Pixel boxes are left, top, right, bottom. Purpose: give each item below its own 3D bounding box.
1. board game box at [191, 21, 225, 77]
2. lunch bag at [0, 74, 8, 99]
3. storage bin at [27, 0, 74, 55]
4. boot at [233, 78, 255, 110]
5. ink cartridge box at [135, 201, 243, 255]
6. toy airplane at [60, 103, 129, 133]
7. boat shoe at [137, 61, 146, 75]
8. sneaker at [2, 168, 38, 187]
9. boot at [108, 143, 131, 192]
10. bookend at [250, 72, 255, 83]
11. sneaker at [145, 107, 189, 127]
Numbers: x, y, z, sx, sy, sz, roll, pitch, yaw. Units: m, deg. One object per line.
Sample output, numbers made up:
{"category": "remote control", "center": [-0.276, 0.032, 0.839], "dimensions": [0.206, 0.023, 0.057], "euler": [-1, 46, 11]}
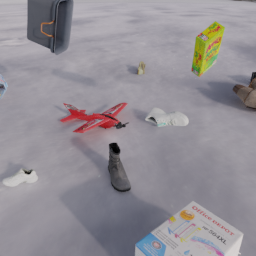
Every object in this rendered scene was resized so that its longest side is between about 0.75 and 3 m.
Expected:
{"category": "board game box", "center": [2.063, -2.016, 7.336], "dimensions": [0.696, 1.370, 0.326], "euler": [-40, 67, -11]}
{"category": "lunch bag", "center": [-5.487, -1.389, 10.402], "dimensions": [1.893, 1.203, 1.605], "euler": [-25, 35, -20]}
{"category": "storage bin", "center": [-2.339, -3.039, 8.088], "dimensions": [1.045, 1.556, 1.132], "euler": [19, 34, 8]}
{"category": "boot", "center": [5.142, -1.177, 10.570], "dimensions": [2.305, 0.810, 1.685], "euler": [-14, 41, -29]}
{"category": "ink cartridge box", "center": [1.018, 2.047, 4.514], "dimensions": [1.589, 0.995, 1.021], "euler": [-24, 38, -35]}
{"category": "toy airplane", "center": [-1.181, -0.331, 9.225], "dimensions": [2.577, 0.474, 2.577], "euler": [1, 28, 0]}
{"category": "boat shoe", "center": [0.713, -2.971, 13.984], "dimensions": [0.366, 0.428, 1.169], "euler": [8, 40, 6]}
{"category": "sneaker", "center": [-2.602, 1.140, 6.720], "dimensions": [0.802, 0.399, 0.313], "euler": [-11, 31, -18]}
{"category": "boot", "center": [-0.261, 0.913, 6.723], "dimensions": [0.418, 0.789, 1.198], "euler": [-11, 31, -20]}
{"category": "bookend", "center": [6.127, -2.014, 12.135], "dimensions": [1.145, 0.527, 1.138], "euler": [-1, 30, -2]}
{"category": "sneaker", "center": [1.236, -0.232, 9.140], "dimensions": [1.444, 0.543, 0.639], "euler": [14, 44, 36]}
